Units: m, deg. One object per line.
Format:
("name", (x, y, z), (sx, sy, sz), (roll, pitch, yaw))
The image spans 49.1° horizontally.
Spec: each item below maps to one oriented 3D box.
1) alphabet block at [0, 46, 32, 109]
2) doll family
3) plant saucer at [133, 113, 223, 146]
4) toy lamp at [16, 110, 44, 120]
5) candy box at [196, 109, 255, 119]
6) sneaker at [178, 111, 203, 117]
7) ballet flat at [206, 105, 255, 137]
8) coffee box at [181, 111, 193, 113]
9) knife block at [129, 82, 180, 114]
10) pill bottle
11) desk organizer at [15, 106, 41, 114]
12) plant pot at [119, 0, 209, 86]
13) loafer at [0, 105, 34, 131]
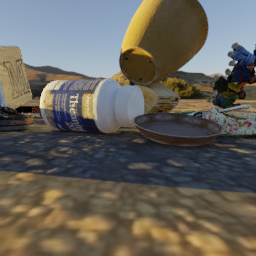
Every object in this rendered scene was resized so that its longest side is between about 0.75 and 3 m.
("alphabet block", (-5.462, -1.814, 10.767), (2.388, 2.401, 2.445), (-5, 16, 6))
("doll family", (3.539, -1.544, 8.959), (1.392, 2.408, 0.945), (20, 25, -17))
("plant saucer", (1.032, 0.019, 5.950), (1.866, 0.299, 1.866), (2, 16, -1))
("toy lamp", (-3.875, -0.495, 10.626), (1.403, 0.408, 0.408), (-1, 7, 0))
("candy box", (3.035, -0.264, 8.163), (1.075, 0.515, 1.863), (-6, 9, -36))
("sneaker", (1.530, -0.301, 7.736), (1.316, 0.506, 0.583), (-10, 32, -36))
("ballet flat", (2.924, -0.150, 6.406), (2.339, 0.747, 0.884), (2, 9, 14))
("coffee box", (2.773, -0.451, 10.452), (1.528, 0.336, 0.940), (2, 7, 15))
("knife block", (0.661, -1.256, 9.085), (0.746, 2.047, 2.332), (-3, -19, -20))
("pill bottle", (-0.898, -0.565, 7.224), (2.449, 1.359, 1.359), (3, 8, 25))
("desk organizer", (-4.324, -0.699, 11.928), (1.215, 0.468, 0.436), (-4, 8, -32))
("plant pot", (0.881, -2.595, 8.714), (2.544, 2.544, 2.730), (4, 42, 32))
("loafer", (-3.946, -0.373, 7.810), (2.627, 0.827, 0.944), (1, 7, 7))
